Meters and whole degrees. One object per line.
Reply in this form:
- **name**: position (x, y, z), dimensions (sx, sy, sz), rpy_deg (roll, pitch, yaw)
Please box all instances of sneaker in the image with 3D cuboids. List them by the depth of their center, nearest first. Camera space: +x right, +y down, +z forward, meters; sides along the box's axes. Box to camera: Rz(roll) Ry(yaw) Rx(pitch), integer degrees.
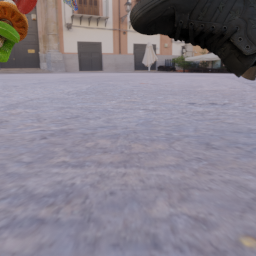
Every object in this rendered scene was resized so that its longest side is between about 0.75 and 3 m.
- **sneaker**: position (1.523, -1.454, 4.311), dimensions (2.802, 1.462, 0.842), rpy_deg (-12, -10, -2)

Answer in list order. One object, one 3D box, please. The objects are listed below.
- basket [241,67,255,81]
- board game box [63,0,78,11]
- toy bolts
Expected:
- **basket**: position (3.828, -1.976, 8.675), dimensions (0.528, 0.777, 0.700), rpy_deg (-22, 54, -33)
- **board game box**: position (-1.988, -4.344, 9.432), dimensions (0.130, 0.512, 0.756), rpy_deg (-35, 59, -18)
- **toy bolts**: position (-2.635, -2.681, 5.417), dimensions (1.966, 1.428, 2.059), rpy_deg (26, -45, -35)
